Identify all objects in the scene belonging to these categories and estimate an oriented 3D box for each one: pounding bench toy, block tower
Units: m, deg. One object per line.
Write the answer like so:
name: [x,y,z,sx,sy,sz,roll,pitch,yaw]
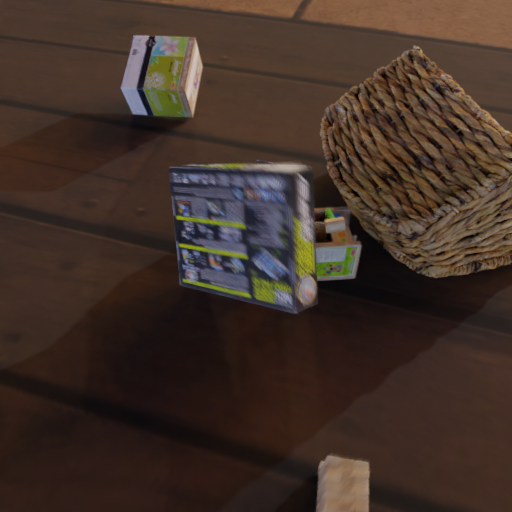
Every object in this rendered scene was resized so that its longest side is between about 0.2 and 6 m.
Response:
pounding bench toy: [1.293,-0.437,9.861,0.873,1.405,1.096,-4,47,-3]
block tower: [1.017,3.472,6.711,0.573,0.614,2.122,9,45,0]

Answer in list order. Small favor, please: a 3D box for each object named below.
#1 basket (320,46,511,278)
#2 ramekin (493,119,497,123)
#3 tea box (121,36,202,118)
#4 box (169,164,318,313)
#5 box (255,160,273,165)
basket: [3.250,-1.402,10.875,2.852,2.977,3.996,-35,48,13]
ramekin: [5.055,-2.343,11.923,0.503,1.031,1.031,-30,44,20]
tea box: [-2.203,-4.273,13.357,1.551,1.053,1.576,4,69,6]
box: [-0.261,-0.373,8.753,2.593,2.077,0.574,9,20,42]
box: [0.093,-1.535,11.500,0.368,0.522,0.705,11,47,11]
